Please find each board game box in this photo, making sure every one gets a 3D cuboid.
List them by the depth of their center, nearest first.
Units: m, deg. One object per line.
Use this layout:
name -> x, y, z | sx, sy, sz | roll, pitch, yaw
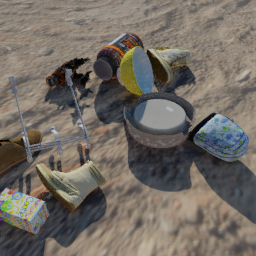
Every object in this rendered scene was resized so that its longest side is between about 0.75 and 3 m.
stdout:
board game box -> -2.881, 2.223, 7.523 | 1.259, 0.660, 0.649 | 13, 43, 16

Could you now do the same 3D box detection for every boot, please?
boot -> -1.732, 1.412, 8.405 | 1.843, 0.671, 1.432 | 35, 54, 26
boot -> -3.780, 0.644, 9.222 | 0.888, 0.910, 2.412 | 19, 43, 24
boot -> 2.219, -3.207, 13.773 | 2.049, 0.955, 2.649 | -8, 41, -14

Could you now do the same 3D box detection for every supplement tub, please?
supplement tub -> -0.473, -3.396, 13.486 | 1.570, 1.570, 2.935 | 18, 44, 20

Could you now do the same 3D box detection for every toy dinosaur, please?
toy dinosaur -> -2.691, -2.757, 13.083 | 1.724, 1.298, 2.541 | 8, 62, 37

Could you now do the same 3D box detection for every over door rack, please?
over door rack -> -2.653, -0.435, 9.616 | 2.147, 0.968, 2.906 | -13, 79, -22

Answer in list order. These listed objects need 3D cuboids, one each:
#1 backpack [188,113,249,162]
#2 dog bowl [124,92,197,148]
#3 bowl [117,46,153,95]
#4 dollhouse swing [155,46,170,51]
backpack -> 3.154, 0.326, 9.407 | 1.437, 1.354, 1.762 | -37, 65, -12
dog bowl -> 1.167, -0.310, 10.432 | 2.657, 0.779, 2.657 | 0, 41, 0
bowl -> 0.197, -2.364, 12.160 | 1.119, 2.079, 2.079 | -8, 34, 28
dollhouse swing -> 1.869, -4.080, 15.389 | 0.767, 0.674, 0.697 | 4, -1, 6
